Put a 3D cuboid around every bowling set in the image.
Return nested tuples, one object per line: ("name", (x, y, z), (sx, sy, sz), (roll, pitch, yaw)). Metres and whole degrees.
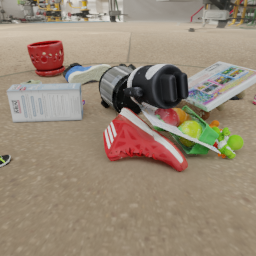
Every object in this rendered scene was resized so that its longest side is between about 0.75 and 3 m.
("bowling set", (3.496, -1.321, 11.912), (1.720, 1.327, 2.472), (-41, 10, -28))

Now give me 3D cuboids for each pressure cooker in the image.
("pressure cooker", (-0.228, -1.788, 12.576), (1.966, 1.997, 2.236), (-17, 32, -24))

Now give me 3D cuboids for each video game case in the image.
("video game case", (3.311, -1.695, 10.781), (2.599, 0.308, 2.366), (-30, 32, -12))

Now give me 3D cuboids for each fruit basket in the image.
("fruit basket", (1.496, -0.082, 9.252), (2.636, 1.236, 2.441), (15, 21, -22))

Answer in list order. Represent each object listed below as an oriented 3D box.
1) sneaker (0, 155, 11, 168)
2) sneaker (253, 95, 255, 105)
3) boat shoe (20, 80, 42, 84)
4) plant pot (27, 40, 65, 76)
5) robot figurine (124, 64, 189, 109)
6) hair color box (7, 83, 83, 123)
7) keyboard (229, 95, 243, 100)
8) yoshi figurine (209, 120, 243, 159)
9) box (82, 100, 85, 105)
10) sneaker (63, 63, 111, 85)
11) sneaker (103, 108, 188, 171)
("sneaker", (-4.269, 1.003, 8.715), (1.198, 0.496, 0.430), (-18, 32, -32))
("sneaker", (6.740, -1.439, 13.508), (1.441, 0.538, 0.581), (-9, 28, -18))
("boat shoe", (-5.360, -2.442, 15.577), (0.528, 0.455, 1.466), (12, 29, 22))
("plant pot", (-5.072, -4.379, 17.635), (2.151, 1.959, 2.151), (-3, 24, 2))
("robot figurine", (0.870, -1.225, 8.406), (1.584, 1.316, 2.108), (29, -7, -33))
("hair color box", (-3.396, -1.071, 11.782), (2.875, 1.423, 0.872), (-2, 27, -4))
("keyboard", (4.996, -2.112, 15.145), (1.759, 0.285, 2.767), (8, 26, 1))
("yoshi figurine", (3.394, 0.365, 9.574), (0.951, 0.947, 1.691), (4, 29, -7))
("box", (-2.667, -1.192, 13.382), (1.030, 0.201, 0.705), (8, 28, 15))
("sneaker", (-2.438, -3.365, 16.673), (2.882, 1.106, 1.603), (-23, 43, -26))
("sneaker", (0.375, 0.776, 8.954), (2.883, 1.130, 1.666), (40, 82, 28))
